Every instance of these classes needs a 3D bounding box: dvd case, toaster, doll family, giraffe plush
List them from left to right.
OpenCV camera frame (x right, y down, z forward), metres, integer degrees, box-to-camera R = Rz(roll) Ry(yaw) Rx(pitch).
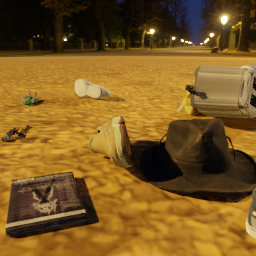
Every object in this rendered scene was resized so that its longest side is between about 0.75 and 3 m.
[{"bbox_3d":[-2.933,0.137,7.380,0.852,0.334,0.493,-4,22,-3],"label":"doll family"},{"bbox_3d":[-1.332,1.133,4.514,1.093,0.117,1.471,-6,18,-18],"label":"dvd case"},{"bbox_3d":[2.510,-0.892,10.018,0.974,1.037,1.201,3,-21,-25],"label":"giraffe plush"},{"bbox_3d":[3.034,-1.085,8.513,1.671,1.470,2.587,8,-2,36],"label":"toaster"}]

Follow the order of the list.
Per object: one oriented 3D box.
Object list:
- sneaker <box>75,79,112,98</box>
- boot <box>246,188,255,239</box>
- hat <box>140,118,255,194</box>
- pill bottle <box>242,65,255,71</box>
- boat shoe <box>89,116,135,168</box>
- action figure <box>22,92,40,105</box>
[{"bbox_3d":[-1.621,-1.725,12.929,2.062,0.776,0.912,24,17,39],"label":"sneaker"},{"bbox_3d":[2.170,1.217,3.353,1.429,0.646,0.520,13,22,36],"label":"boot"},{"bbox_3d":[1.430,0.310,5.628,2.603,1.050,2.603,1,17,0],"label":"hat"},{"bbox_3d":[5.752,-1.725,11.180,2.805,1.596,1.596,-5,18,-14],"label":"pill bottle"},{"bbox_3d":[-0.403,0.353,6.149,0.906,0.853,2.380,-15,11,-1],"label":"boat shoe"},{"bbox_3d":[-4.110,-1.208,11.694,0.774,0.358,1.310,1,21,-8],"label":"action figure"}]
